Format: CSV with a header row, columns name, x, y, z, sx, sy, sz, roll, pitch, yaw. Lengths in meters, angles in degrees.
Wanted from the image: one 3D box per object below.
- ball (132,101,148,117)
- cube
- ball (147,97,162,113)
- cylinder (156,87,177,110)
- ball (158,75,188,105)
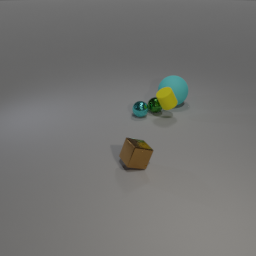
name,x,y,z,sx,sy,sz,roll,pitch,yaw
ball,0.534,-0.819,12.090,0.700,0.700,0.700,0,28,0
cube,0.249,0.796,8.786,0.700,0.700,0.700,11,19,-30
ball,1.214,-1.020,12.478,0.700,0.700,0.700,0,28,0
cylinder,1.617,-1.226,11.668,0.700,0.700,0.700,-21,37,17
ball,2.094,-1.733,13.037,1.400,1.400,1.400,0,28,0
